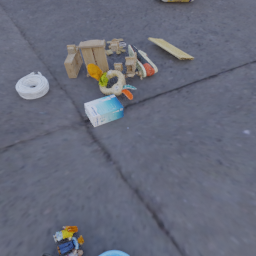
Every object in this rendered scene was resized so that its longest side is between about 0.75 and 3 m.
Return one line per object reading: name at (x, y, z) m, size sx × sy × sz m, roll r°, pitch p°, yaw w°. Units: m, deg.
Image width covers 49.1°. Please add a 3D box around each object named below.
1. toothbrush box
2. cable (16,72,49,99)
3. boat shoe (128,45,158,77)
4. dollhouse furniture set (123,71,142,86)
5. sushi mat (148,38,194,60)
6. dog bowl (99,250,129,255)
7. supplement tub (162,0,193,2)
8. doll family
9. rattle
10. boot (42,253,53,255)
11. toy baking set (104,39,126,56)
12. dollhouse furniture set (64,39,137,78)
toothbrush box at (-0.729, -0.545, 8.578) m, size 1.005 × 0.428 × 0.735 m, roll -20°, pitch 48°, yaw -20°
cable at (-3.238, -1.408, 9.507) m, size 1.073 × 0.371 × 1.072 m, roll -31°, pitch 54°, yaw -27°
boat shoe at (0.501, -2.557, 10.474) m, size 0.552 × 0.629 × 1.766 m, roll -21°, pitch 52°, yaw -9°
dollhouse furniture set at (0.064, -1.762, 9.948) m, size 0.836 × 0.370 × 0.433 m, roll -18°, pitch 16°, yaw -29°
sushi mat at (1.717, -3.201, 11.293) m, size 0.931 × 0.118 × 1.946 m, roll -9°, pitch 41°, yaw -42°
dog bowl at (-0.421, 3.033, 4.789) m, size 1.089 × 0.484 × 1.954 m, roll 23°, pitch 49°, yaw 9°
supplement tub at (2.540, -7.558, 14.932) m, size 2.102 × 1.528 × 1.528 m, roll -2°, pitch 45°, yaw -2°
doll family at (-1.190, 2.305, 5.712) m, size 0.529 × 0.384 × 0.852 m, roll -20°, pitch 48°, yaw -19°
rattle at (-0.501, -1.560, 9.067) m, size 0.958 × 1.051 × 1.472 m, roll -35°, pitch 48°, yaw -12°
boot at (-1.485, 2.995, 4.982) m, size 1.239 × 0.429 × 1.078 m, roll 34°, pitch 53°, yaw 27°
toy baking set at (-0.605, -3.353, 11.659) m, size 1.042 × 0.158 × 1.357 m, roll 4°, pitch 45°, yaw 0°
dollhouse furniture set at (-0.973, -2.624, 9.891) m, size 2.426 × 1.257 × 1.074 m, roll -1°, pitch 46°, yaw 10°
